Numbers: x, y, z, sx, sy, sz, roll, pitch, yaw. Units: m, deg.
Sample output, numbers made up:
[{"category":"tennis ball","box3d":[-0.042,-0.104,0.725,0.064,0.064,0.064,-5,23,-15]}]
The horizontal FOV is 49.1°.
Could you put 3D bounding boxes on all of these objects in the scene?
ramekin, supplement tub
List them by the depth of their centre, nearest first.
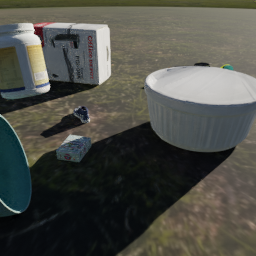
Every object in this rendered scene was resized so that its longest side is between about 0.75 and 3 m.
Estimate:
[{"category":"supplement tub","box3d":[-1.831,-1.119,4.714,0.821,1.137,0.821,-7,17,2]},{"category":"ramekin","box3d":[1.872,-0.561,7.292,2.973,1.384,2.973,0,29,0]}]

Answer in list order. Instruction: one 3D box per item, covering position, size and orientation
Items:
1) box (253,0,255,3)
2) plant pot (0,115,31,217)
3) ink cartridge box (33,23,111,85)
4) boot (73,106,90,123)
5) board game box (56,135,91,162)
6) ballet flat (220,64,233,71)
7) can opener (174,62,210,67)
[{"category":"box","box3d":[3.780,-4.033,7.365,0.983,0.623,1.021,-50,8,-21]},{"category":"plant pot","box3d":[-2.569,0.732,4.706,1.190,1.767,1.767,-18,29,-2]},{"category":"ink cartridge box","box3d":[-2.249,-2.955,11.030,2.873,2.109,1.191,7,28,16]},{"category":"boot","box3d":[-1.364,-0.502,8.233,0.324,0.403,0.892,-17,32,-29]},{"category":"board game box","box3d":[-1.257,0.468,6.580,0.560,0.244,0.759,7,28,13]},{"category":"ballet flat","box3d":[3.685,-2.193,11.332,0.571,0.569,1.703,6,27,41]},{"category":"can opener","box3d":[2.686,-2.492,11.896,1.700,0.668,0.539,7,35,31]}]
